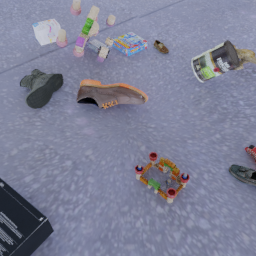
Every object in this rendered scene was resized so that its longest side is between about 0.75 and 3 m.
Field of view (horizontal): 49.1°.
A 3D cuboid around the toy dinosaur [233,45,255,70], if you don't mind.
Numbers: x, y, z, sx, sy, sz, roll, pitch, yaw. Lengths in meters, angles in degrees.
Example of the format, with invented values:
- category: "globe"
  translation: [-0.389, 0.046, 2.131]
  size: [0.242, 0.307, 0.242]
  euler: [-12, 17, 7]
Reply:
- category: "toy dinosaur"
  translation: [5.564, -3.377, 13.345]
  size: [1.480, 0.852, 2.928]
  euler: [-25, 52, -24]

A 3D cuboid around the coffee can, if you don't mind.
- category: "coffee can"
  translation: [3.742, -2.829, 12.038]
  size: [1.650, 1.207, 1.207]
  euler: [-22, 33, 39]

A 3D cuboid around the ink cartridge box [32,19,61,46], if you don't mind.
- category: "ink cartridge box"
  translation: [-4.204, -5.167, 14.983]
  size: [1.403, 0.879, 0.902]
  euler: [-24, 51, -20]

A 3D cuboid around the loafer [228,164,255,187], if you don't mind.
- category: "loafer"
  translation: [4.044, 1.558, 8.919]
  size: [1.629, 0.512, 0.585]
  euler: [30, 54, 25]

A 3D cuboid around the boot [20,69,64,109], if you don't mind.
- category: "boot"
  translation: [-3.968, -1.688, 11.906]
  size: [1.569, 0.813, 2.402]
  euler: [12, 40, 18]

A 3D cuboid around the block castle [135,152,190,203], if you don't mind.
- category: "block castle"
  translation: [1.071, 1.491, 8.840]
  size: [1.546, 0.725, 1.033]
  euler: [33, 55, 28]

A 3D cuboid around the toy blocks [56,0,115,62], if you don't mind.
- category: "toy blocks"
  translation: [-2.023, -4.600, 14.053]
  size: [2.591, 2.181, 2.421]
  euler: [23, 77, -10]

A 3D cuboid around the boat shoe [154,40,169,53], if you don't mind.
- category: "boat shoe"
  translation: [1.693, -4.193, 14.408]
  size: [0.399, 0.389, 1.054]
  euler: [-30, 54, -25]

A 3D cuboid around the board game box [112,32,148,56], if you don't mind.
- category: "board game box"
  translation: [0.088, -4.399, 14.606]
  size: [1.320, 0.377, 1.349]
  euler: [-31, 54, -26]

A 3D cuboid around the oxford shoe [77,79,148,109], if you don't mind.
- category: "oxford shoe"
  translation: [-0.672, -1.161, 11.305]
  size: [2.930, 1.045, 1.068]
  euler: [9, 64, 17]

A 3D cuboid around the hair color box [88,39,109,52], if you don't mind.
- category: "hair color box"
  translation: [-1.531, -4.193, 14.460]
  size: [0.517, 0.317, 1.044]
  euler: [-35, 55, -28]

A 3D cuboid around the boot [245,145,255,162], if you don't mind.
- category: "boot"
  translation: [4.308, 1.009, 9.544]
  size: [0.782, 0.392, 1.084]
  euler: [24, 43, 21]

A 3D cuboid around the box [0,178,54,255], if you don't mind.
- category: "box"
  translation: [-3.488, 2.591, 7.670]
  size: [2.345, 0.925, 1.655]
  euler: [29, 57, 25]
